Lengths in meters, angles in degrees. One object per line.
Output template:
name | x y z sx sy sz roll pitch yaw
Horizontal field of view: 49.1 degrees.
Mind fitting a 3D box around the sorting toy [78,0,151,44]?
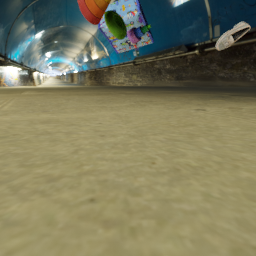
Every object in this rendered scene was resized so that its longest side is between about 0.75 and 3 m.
sorting toy | -0.179 -3.120 7.776 0.890 0.896 2.585 -23 -19 33

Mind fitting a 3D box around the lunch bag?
lunch bag | -0.019 -3.676 10.573 1.583 0.989 2.103 -16 -28 15

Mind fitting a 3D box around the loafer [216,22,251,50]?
loafer | 3.749 -3.264 10.003 0.474 1.319 0.415 43 10 -37
